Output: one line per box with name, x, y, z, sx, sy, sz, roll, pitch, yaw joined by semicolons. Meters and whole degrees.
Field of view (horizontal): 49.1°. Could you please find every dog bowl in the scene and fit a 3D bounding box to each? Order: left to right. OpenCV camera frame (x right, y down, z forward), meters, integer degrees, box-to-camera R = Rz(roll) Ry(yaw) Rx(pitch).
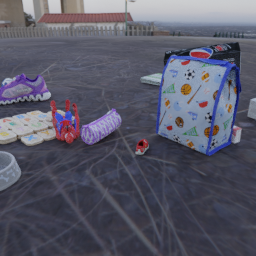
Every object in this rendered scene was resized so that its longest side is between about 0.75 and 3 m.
dog bowl;-3.674;1.122;7.339;1.588;0.466;1.588;0;24;0

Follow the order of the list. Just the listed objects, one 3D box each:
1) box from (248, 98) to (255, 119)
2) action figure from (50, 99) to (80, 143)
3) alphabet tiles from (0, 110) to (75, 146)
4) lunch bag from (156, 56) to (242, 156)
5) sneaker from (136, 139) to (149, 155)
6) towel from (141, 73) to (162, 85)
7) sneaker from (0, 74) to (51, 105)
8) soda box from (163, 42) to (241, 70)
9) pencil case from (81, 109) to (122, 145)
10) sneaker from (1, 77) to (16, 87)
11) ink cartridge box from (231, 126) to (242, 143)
box;5.743;-0.742;11.310;1.192;0.779;1.186;-14;27;-30
action figure;-2.295;-0.559;9.997;0.918;1.393;2.814;-8;35;-17
alphabet tiles;-3.549;-0.121;10.570;2.977;0.217;2.912;-20;30;-38
lunch bag;2.269;-0.885;9.126;1.699;2.744;2.333;-21;30;-39
sneaker;0.465;0.524;8.851;0.336;0.370;0.871;5;24;12
towel;1.967;-3.005;17.360;1.571;0.323;2.106;20;28;34
sneaker;-5.296;-1.926;13.434;2.971;1.313;1.195;-9;26;-18
soda box;2.749;-2.472;10.493;2.709;0.959;0.858;-3;39;17
pencil case;-0.894;-0.062;9.681;0.711;0.724;1.694;18;33;26
sneaker;-5.847;-2.279;14.839;0.970;0.828;2.201;2;25;5
ink cartridge box;3.421;0.130;9.614;0.291;0.501;0.861;-14;27;-30
